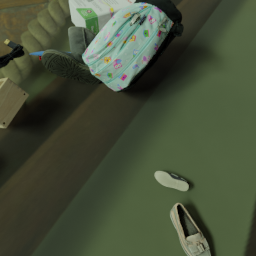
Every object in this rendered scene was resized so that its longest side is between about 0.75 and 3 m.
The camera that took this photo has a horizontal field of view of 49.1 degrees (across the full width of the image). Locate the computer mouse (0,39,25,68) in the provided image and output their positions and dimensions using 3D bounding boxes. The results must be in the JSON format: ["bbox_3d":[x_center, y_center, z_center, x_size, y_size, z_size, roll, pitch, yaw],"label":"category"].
[{"bbox_3d":[-4.192,-2.523,8.289,2.151,0.495,1.510,23,39,11],"label":"computer mouse"}]

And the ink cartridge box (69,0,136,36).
[{"bbox_3d":[-0.985,-4.789,11.650,2.397,1.007,1.736,-23,54,-18],"label":"ink cartridge box"}]

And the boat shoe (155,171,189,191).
[{"bbox_3d":[1.129,1.345,7.175,0.921,0.335,0.289,20,10,22],"label":"boat shoe"}]

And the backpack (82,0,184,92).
[{"bbox_3d":[0.033,-2.564,8.658,1.840,2.426,2.907,40,82,-18],"label":"backpack"}]

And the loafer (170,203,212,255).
[{"bbox_3d":[1.369,2.329,6.186,0.511,0.447,1.422,-19,53,-15],"label":"loafer"}]

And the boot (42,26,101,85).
[{"bbox_3d":[-1.883,-2.767,9.705,2.249,0.898,2.474,20,48,-37],"label":"boot"}]

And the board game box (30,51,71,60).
[{"bbox_3d":[-2.778,-2.562,10.143,1.528,0.297,1.207,16,28,37],"label":"board game box"}]

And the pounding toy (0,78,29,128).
[{"bbox_3d":[-3.574,-0.689,8.023,1.471,1.046,1.354,3,58,45],"label":"pounding toy"}]
